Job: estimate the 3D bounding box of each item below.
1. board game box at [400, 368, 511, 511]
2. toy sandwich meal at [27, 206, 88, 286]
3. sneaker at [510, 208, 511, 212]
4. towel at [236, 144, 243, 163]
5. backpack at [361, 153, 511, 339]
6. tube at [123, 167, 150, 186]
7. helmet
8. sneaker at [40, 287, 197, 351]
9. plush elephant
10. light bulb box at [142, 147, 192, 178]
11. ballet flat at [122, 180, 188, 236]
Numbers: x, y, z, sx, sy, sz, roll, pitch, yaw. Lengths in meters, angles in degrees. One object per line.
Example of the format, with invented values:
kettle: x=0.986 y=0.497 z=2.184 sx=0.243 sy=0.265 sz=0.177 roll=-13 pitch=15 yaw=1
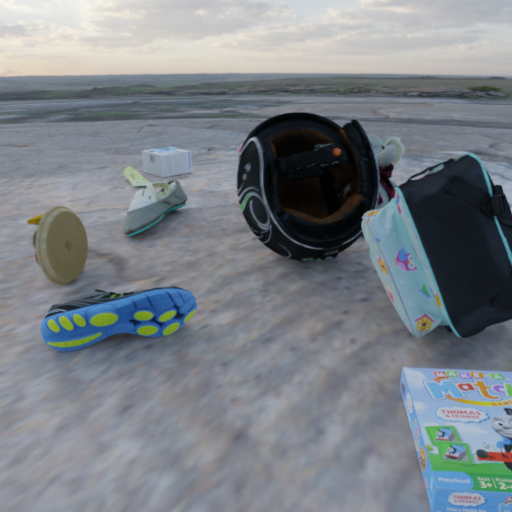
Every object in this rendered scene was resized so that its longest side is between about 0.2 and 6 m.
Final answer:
board game box: x=2.510 y=1.933 z=6.062 sx=1.573 sy=0.380 sz=2.079 roll=1 pitch=20 yaw=5
toy sandwich meal: x=-3.643 y=-0.194 z=10.262 sx=0.551 sy=1.608 sz=1.608 roll=-1 pitch=20 yaw=17
sneaker: x=5.938 y=-0.494 z=12.482 sx=0.645 sy=0.582 sz=1.575 roll=-32 pitch=30 yaw=-2
towel: x=0.930 y=-2.249 z=14.582 sx=2.668 sy=1.953 sz=0.399 roll=-10 pitch=46 yaw=1
backpack: x=2.886 y=-0.117 z=8.580 sx=2.141 sy=2.455 sz=2.793 roll=-25 pitch=-1 yaw=22
tube: x=-3.801 y=-2.448 z=17.730 sx=0.446 sy=0.399 sz=1.538 roll=-43 pitch=36 yaw=-4
helmet: x=0.966 y=-1.417 z=11.203 sx=3.010 sy=3.010 sz=2.870 roll=-3 pitch=7 yaw=-8
sneaker: x=-2.046 y=0.790 z=8.461 sx=2.305 sy=0.817 sz=0.955 roll=-9 pitch=29 yaw=-14
plush elephant: x=2.891 y=-1.999 z=13.861 sx=2.358 sy=2.216 sz=2.863 roll=-8 pitch=22 yaw=-19
light bulb box: x=-3.046 y=-3.217 z=19.150 sx=1.237 sy=0.772 sz=1.226 roll=-18 pitch=27 yaw=-39
ballet flat: x=-2.578 y=-1.272 z=13.686 sx=0.955 sy=0.902 sz=2.833 roll=-18 pitch=13 yaw=23
